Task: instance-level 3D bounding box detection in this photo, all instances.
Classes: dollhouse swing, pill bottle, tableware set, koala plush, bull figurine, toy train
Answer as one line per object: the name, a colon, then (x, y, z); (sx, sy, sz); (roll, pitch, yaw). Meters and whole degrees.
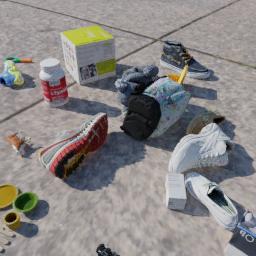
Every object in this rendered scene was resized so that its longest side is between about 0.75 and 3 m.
dollhouse swing: (1.920, -2.094, 11.764); (1.017, 0.984, 1.119); (10, 41, 11)
pill bottle: (-2.849, -1.744, 10.755); (0.941, 1.676, 0.941); (-1, 38, 1)
tableware set: (-3.743, 1.964, 7.200); (2.604, 0.400, 1.754); (14, 41, 17)
koala plush: (0.176, -1.412, 10.624); (1.640, 1.583, 1.785); (9, 39, 30)
bull figurine: (-3.539, 0.473, 9.101); (1.025, 0.334, 0.622); (32, 47, 32)
toy train: (-0.176, 2.972, 6.090); (1.301, 0.222, 0.298); (23, 48, 27)

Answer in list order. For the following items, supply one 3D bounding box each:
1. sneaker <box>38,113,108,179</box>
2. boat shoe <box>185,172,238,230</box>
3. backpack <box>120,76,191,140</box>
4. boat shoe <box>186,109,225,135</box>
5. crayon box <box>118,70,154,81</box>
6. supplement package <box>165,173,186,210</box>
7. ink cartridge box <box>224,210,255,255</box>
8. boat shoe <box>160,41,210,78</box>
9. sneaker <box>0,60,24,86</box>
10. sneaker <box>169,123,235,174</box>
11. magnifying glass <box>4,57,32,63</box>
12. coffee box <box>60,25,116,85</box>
sneaker: (-1.606, 0.295, 8.727); (1.141, 1.081, 2.778); (23, 44, 27)
boat shoe: (2.209, 1.711, 7.318); (0.695, 0.631, 1.889); (-20, 43, -23)
backpack: (1.016, -0.726, 9.584); (1.510, 1.991, 2.386); (41, 48, 14)
boat shoe: (2.710, -0.180, 9.675); (1.748, 0.623, 0.564); (-28, 46, -32)
crayon box: (0.307, -2.152, 12.288); (1.579, 0.407, 0.992); (0, 39, 1)
supplement package: (1.262, 1.681, 7.481); (0.459, 0.477, 0.838); (3, 38, 2)
ink cartridge box: (3.433, 2.870, 6.047); (2.334, 0.458, 1.161); (28, 46, 29)
boat shoe: (2.616, -3.188, 12.952); (2.592, 1.177, 0.917); (27, 46, 29)
sneaker: (-5.367, -2.428, 12.418); (0.940, 0.678, 1.790); (-25, 46, -27)
sneaker: (2.294, 0.740, 8.301); (2.520, 0.982, 1.252); (-29, 51, -30)
magnifying glass: (-5.506, -3.399, 14.046); (1.387, 0.155, 0.552); (5, 39, 5)
coffee box: (-1.763, -3.343, 12.618); (1.850, 1.829, 1.847); (-19, 43, -22)
